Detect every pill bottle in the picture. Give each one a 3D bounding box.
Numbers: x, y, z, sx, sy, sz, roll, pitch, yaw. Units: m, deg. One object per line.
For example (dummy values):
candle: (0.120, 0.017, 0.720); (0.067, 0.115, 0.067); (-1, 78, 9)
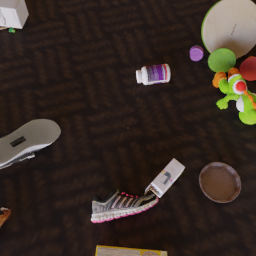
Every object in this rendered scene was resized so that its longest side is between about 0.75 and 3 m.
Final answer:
pill bottle: (0.788, -1.672, 8.783); (1.003, 0.564, 0.564); (-8, 64, -5)

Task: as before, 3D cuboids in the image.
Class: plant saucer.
plant saucer: (2.434, 1.456, 7.474); (1.089, 0.188, 1.089); (0, 65, 1)

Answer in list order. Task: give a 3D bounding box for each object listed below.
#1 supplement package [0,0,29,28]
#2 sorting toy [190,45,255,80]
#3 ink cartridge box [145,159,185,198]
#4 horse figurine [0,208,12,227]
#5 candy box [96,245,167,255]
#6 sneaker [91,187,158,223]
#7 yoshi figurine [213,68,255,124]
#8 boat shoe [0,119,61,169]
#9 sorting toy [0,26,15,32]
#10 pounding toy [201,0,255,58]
supplement package: (-4.339, -4.116, 9.710); (1.412, 0.826, 0.828); (7, 59, 2)
sorting toy: (3.221, -2.309, 9.127); (2.412, 0.836, 0.831); (16, 42, 6)
ink cartridge box: (0.933, 1.382, 7.242); (0.378, 0.657, 1.123); (40, 70, 17)
horse figurine: (-3.376, 2.478, 6.823); (0.755, 0.284, 1.139); (23, 55, -31)
candy box: (0.056, 3.259, 6.498); (1.687, 0.223, 0.862); (4, 50, 2)
sneaker: (-0.125, 1.821, 7.037); (1.731, 0.638, 0.757); (-13, 71, -1)
yoshi figurine: (3.338, -0.841, 8.345); (1.085, 1.089, 1.938); (16, 39, -37)
boat shoe: (-2.806, 0.480, 7.487); (0.822, 0.761, 2.227); (50, 44, 0)
sorting toy: (-4.299, -3.669, 10.002); (0.623, 0.124, 0.843); (-16, 62, -13)
pounding toy: (3.454, -3.531, 9.284); (1.907, 1.146, 2.470); (38, 105, -17)
